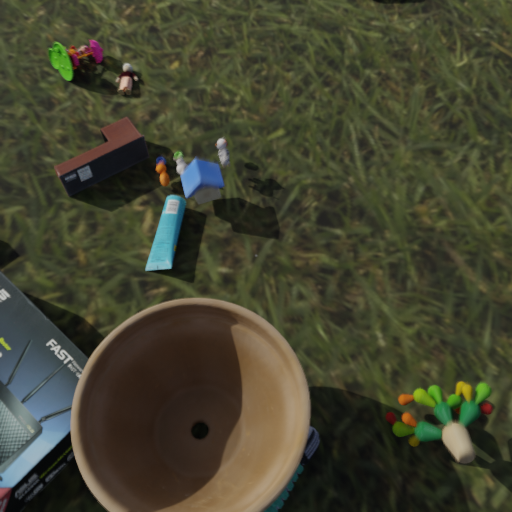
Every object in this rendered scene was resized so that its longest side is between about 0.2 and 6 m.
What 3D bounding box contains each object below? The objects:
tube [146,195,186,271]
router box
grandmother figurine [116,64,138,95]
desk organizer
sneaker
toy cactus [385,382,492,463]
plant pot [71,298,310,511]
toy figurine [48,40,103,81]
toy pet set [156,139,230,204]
[{"bbox_3d":[-1.739,-0.436,10.984,0.613,0.399,1.583,-9,57,33],"label":"tube"},{"bbox_3d":[-4.188,2.130,9.159,3.406,1.058,2.552,38,67,19],"label":"router box"},{"bbox_3d":[-3.032,-4.166,13.154,0.515,0.257,0.849,2,63,-9],"label":"grandmother figurine"},{"bbox_3d":[-3.301,-2.104,11.755,1.910,0.685,0.735,-30,63,-16],"label":"desk organizer"},{"bbox_3d":[0.172,3.392,8.805,0.837,0.711,1.911,23,56,35],"label":"sneaker"},{"bbox_3d":[3.008,2.667,8.848,1.702,0.870,1.405,-18,31,4],"label":"toy cactus"},{"bbox_3d":[-0.898,2.419,8.277,3.298,1.522,3.298,0,57,-1],"label":"plant pot"},{"bbox_3d":[-4.206,-4.771,13.335,1.065,0.869,1.158,-31,40,-31],"label":"toy figurine"},{"bbox_3d":[-1.270,-1.803,11.193,1.555,0.826,1.452,-17,63,2],"label":"toy pet set"}]
